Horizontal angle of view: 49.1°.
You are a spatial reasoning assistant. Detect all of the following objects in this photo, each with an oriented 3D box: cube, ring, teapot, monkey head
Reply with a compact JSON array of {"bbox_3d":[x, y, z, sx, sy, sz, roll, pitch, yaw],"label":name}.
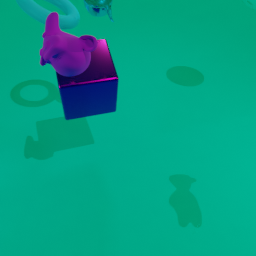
[{"bbox_3d":[-0.998,-1.123,6.583,1.267,1.267,1.267,-11,61,-11],"label":"cube"},{"bbox_3d":[-2.007,-3.086,7.103,1.665,0.333,1.665,23,37,-19],"label":"ring"},{"bbox_3d":[-0.688,-2.933,6.722,0.689,0.543,1.108,-34,61,-25],"label":"teapot"},{"bbox_3d":[-1.060,-1.423,4.860,0.841,1.395,1.004,5,82,-30],"label":"monkey head"}]

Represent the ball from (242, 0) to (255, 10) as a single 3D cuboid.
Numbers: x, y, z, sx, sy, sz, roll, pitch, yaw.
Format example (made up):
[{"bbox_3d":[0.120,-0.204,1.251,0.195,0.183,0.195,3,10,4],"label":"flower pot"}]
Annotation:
[{"bbox_3d":[3.784,-3.966,7.681,1.375,1.375,1.375,0,44,0],"label":"ball"}]
